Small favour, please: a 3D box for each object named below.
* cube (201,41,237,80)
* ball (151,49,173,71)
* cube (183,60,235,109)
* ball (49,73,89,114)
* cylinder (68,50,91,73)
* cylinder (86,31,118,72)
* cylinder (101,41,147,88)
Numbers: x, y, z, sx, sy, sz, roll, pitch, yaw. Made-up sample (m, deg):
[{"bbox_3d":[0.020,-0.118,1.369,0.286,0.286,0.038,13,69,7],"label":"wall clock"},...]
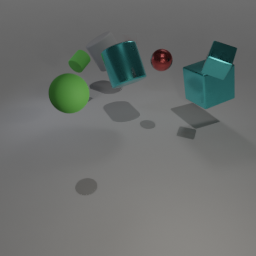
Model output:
[{"bbox_3d":[2.630,-1.953,8.108,0.700,0.700,0.700,21,63,8],"label":"cube"},{"bbox_3d":[1.068,-2.159,8.907,0.700,0.700,0.700,0,31,0],"label":"ball"},{"bbox_3d":[3.154,-1.777,10.969,1.400,1.400,1.400,-21,30,-14],"label":"cube"},{"bbox_3d":[-1.031,-0.604,4.914,0.700,0.700,0.700,0,31,0],"label":"ball"},{"bbox_3d":[-2.077,-2.858,12.003,0.700,0.700,0.700,17,60,26],"label":"cylinder"},{"bbox_3d":[-1.081,-3.692,13.522,1.400,1.400,1.400,-26,28,15],"label":"cylinder"},{"bbox_3d":[-0.156,-2.386,10.669,1.400,1.400,1.400,-19,3,1],"label":"cylinder"}]
